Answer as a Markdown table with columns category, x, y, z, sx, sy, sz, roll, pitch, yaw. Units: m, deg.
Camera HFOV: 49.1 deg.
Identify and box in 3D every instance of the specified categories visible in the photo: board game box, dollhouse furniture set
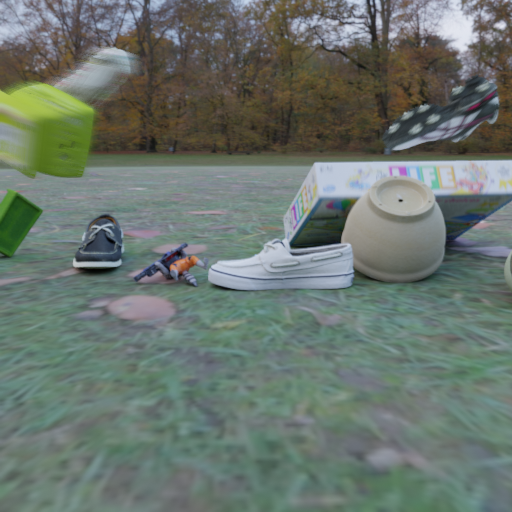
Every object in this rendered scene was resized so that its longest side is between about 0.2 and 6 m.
| category | x | y | z | sx | sy | sz | roll | pitch | yaw |
| --- | --- | --- | --- | --- | --- | --- | --- | --- | --- |
| board game box | 2.641 | -0.949 | 10.713 | 3.782 | 0.647 | 2.543 | -2 | -17 | -11 |
| dollhouse furniture set | -5.550 | -0.909 | 10.933 | 2.850 | 1.100 | 1.424 | 16 | -18 | 35 |

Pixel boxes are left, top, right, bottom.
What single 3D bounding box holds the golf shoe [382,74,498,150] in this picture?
| category | x | y | z | sx | sy | sz | roll | pitch | yaw |
| --- | --- | --- | --- | --- | --- | --- | --- | --- | --- |
| golf shoe | 3.547 | -2.467 | 10.662 | 2.210 | 0.973 | 0.853 | -25 | 40 | 15 |

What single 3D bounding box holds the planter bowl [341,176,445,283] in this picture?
| category | x | y | z | sx | sy | sz | roll | pitch | yaw |
| --- | --- | --- | --- | --- | --- | --- | --- | --- | --- |
| planter bowl | 2.168 | -0.539 | 8.671 | 1.624 | 1.093 | 1.624 | -2 | 45 | 2 |

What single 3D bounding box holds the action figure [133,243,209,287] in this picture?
| category | x | y | z | sx | sy | sz | roll | pitch | yaw |
| --- | --- | --- | --- | --- | --- | --- | --- | --- | --- |
| action figure | -1.290 | 0.254 | 8.516 | 1.028 | 0.538 | 0.994 | -35 | 19 | -23 |

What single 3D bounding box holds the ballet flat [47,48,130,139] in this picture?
| category | x | y | z | sx | sy | sz | roll | pitch | yaw |
| --- | --- | --- | --- | --- | --- | --- | --- | --- | --- |
| ballet flat | -3.523 | -3.136 | 10.886 | 2.520 | 0.953 | 0.806 | -43 | 11 | 6 |

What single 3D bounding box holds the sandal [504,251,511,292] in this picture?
| category | x | y | z | sx | sy | sz | roll | pitch | yaw |
| --- | --- | --- | --- | --- | --- | --- | --- | --- | --- |
| sandal | 4.083 | 0.052 | 8.059 | 2.662 | 0.760 | 1.057 | -23 | 68 | -41 |

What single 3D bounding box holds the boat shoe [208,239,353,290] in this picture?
| category | x | y | z | sx | sy | sz | roll | pitch | yaw |
| --- | --- | --- | --- | --- | --- | --- | --- | --- | --- |
| boat shoe | 0.368 | 0.099 | 8.236 | 2.140 | 0.703 | 0.770 | 1 | 12 | 4 |

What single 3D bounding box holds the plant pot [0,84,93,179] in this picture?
| category | x | y | z | sx | sy | sz | roll | pitch | yaw |
| --- | --- | --- | --- | --- | --- | --- | --- | --- | --- |
| plant pot | -2.759 | -1.551 | 7.052 | 0.970 | 0.965 | 0.880 | 31 | 30 | 24 |

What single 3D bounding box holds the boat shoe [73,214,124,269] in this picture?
| category | x | y | z | sx | sy | sz | roll | pitch | yaw |
| --- | --- | --- | --- | --- | --- | --- | --- | --- | --- |
| boat shoe | -2.767 | -0.248 | 9.874 | 0.822 | 0.774 | 2.290 | 0 | 13 | -9 |
